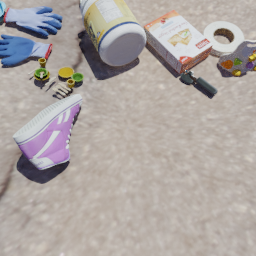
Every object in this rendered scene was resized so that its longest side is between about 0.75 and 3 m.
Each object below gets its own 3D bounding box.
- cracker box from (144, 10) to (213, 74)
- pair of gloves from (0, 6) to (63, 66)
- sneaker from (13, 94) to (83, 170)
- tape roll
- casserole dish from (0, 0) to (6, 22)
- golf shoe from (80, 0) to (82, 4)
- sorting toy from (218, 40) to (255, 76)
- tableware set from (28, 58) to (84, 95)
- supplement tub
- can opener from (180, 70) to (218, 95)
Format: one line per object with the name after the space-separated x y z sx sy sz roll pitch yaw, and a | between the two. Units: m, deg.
1.736 -3.108 9.985 1.429 0.615 2.133 -34 69 -15 | cracker box
-3.741 -3.421 10.313 2.300 0.326 2.861 8 66 4 | pair of gloves
-2.033 0.136 8.343 0.984 1.548 2.714 -11 27 38 | sneaker
3.472 -3.275 10.247 1.490 0.272 1.490 0 65 0 | tape roll
-5.589 -4.311 10.715 1.933 0.375 1.171 -21 66 -9 | casserole dish
-1.736 -5.151 11.177 0.336 0.294 0.763 13 65 -1 | golf shoe
4.010 -2.527 9.288 1.517 1.366 0.811 -18 65 -8 | sorting toy
-2.398 -1.835 9.406 1.717 0.264 1.157 31 56 17 | tableware set
-0.570 -3.476 9.578 1.677 1.677 2.322 -23 66 -11 | supplement tub
2.397 -1.516 9.422 1.332 0.351 0.443 37 105 18 | can opener
